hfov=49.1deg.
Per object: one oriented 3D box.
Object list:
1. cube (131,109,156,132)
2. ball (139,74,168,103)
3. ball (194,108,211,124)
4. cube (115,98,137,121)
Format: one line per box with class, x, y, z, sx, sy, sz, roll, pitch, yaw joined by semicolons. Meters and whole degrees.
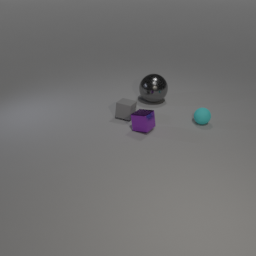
cube;0.612;-0.303;11.180;0.700;0.700;0.700;8;26;34
ball;1.238;-1.930;13.626;1.400;1.400;1.400;0;28;0
ball;3.103;-0.500;11.689;0.700;0.700;0.700;0;28;0
cube;-0.086;-0.826;12.203;0.700;0.700;0.700;15;27;18
